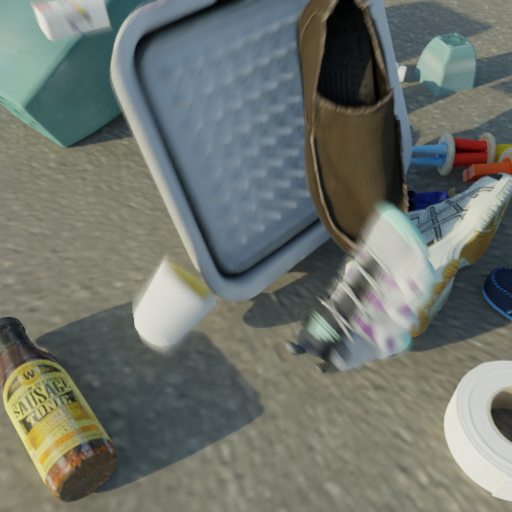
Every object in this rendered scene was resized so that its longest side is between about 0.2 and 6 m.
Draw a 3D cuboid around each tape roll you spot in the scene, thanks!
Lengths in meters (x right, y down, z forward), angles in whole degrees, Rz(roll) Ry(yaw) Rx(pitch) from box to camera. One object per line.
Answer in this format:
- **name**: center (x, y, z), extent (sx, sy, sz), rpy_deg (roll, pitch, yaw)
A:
- **tape roll**: center (2.824, 1.874, 6.073), extent (1.450, 0.507, 1.450), rpy_deg (1, 47, -1)

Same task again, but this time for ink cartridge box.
- **ink cartridge box**: center (-2.175, -2.829, 6.601), extent (0.725, 0.310, 0.535), rpy_deg (-23, 40, -18)

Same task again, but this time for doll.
- **doll**: center (2.278, -0.829, 8.672), extent (1.527, 0.370, 1.042), rpy_deg (2, 45, 10)

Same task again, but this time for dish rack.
- **dish rack**: center (0.264, -1.861, 7.472), extent (4.261, 3.657, 0.928), rpy_deg (-37, 30, -29)

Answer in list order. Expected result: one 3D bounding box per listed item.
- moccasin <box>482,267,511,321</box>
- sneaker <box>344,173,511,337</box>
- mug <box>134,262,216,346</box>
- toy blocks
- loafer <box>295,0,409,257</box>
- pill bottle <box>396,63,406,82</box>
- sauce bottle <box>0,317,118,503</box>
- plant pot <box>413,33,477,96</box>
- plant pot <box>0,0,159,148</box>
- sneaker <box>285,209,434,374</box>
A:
- **moccasin**: center (4.108, 0.619, 7.037), extent (2.324, 0.793, 0.935), rpy_deg (22, 51, 19)
- **sneaker**: center (2.381, -0.343, 7.625), extent (1.336, 1.153, 3.048), rpy_deg (32, 58, 29)
- **mug**: center (-0.976, 0.619, 6.589), extent (0.767, 0.958, 0.787), rpy_deg (39, 96, 13)
- **toy blocks**: center (3.494, -1.462, 8.800), extent (1.981, 0.720, 1.651), rpy_deg (0, 26, 0)
- **loafer**: center (1.074, -1.483, 6.530), extent (1.181, 3.235, 1.154), rpy_deg (-14, 8, 3)
- **pill bottle**: center (2.668, -3.734, 11.351), extent (0.681, 0.407, 0.407), rpy_deg (15, 49, 13)
- **sauce bottle**: center (-2.394, 1.577, 6.196), extent (0.768, 0.768, 2.327), rpy_deg (-32, 55, -26)
- **plant pot**: center (3.814, -3.868, 11.131), extent (0.895, 0.914, 0.897), rpy_deg (-16, 49, -13)
- **plant pot**: center (-3.159, -3.650, 9.733), extent (2.188, 2.189, 3.097), rpy_deg (33, 82, 20)
- **sneaker**: center (0.950, 0.571, 5.756), extent (1.474, 2.107, 0.819), rpy_deg (-22, 45, -16)
